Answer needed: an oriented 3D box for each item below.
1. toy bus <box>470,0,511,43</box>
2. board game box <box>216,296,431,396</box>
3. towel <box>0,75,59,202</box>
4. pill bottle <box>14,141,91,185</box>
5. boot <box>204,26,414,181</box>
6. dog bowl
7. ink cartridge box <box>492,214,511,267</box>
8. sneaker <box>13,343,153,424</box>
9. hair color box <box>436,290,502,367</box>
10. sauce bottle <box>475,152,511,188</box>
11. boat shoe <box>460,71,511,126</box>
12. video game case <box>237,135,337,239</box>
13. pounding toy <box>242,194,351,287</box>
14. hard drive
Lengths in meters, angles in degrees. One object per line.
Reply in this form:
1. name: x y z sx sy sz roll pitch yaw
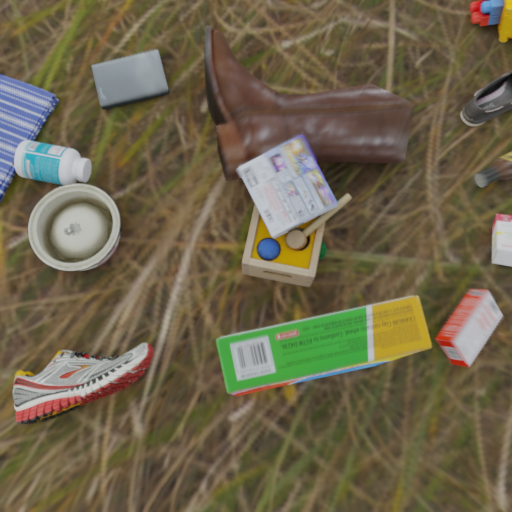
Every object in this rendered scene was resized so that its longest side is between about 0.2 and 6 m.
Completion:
1. toy bus: 4.758 -4.766 10.107 1.672 1.182 1.742 0 71 17
2. board game box: 0.717 1.291 7.346 2.275 2.973 0.599 -12 76 -3
3. towel: -4.686 -2.064 9.742 1.695 0.279 2.341 21 74 8
4. pill bottle: -3.372 -1.525 9.361 1.134 0.628 0.628 12 75 3
5. boot: 0.846 -2.756 9.557 3.293 1.058 3.069 -10 73 -7
6. dog bowl: -2.872 -0.403 9.089 1.474 0.543 1.474 0 75 0
7. ink cartridge box: 4.106 -0.233 8.922 0.615 0.353 0.847 10 48 14
8. sneaker: -2.599 1.730 8.334 2.179 0.848 0.895 -20 74 -6
9. hair color box: 3.248 1.082 8.507 1.106 0.339 0.561 -45 111 -24
10. sauce bottle: 4.331 -1.540 9.471 1.303 0.422 0.422 -26 76 -8
11. boat shoe: 4.410 -2.874 9.791 1.806 0.515 0.604 -32 77 -9
12. video game case: 0.469 -1.034 8.422 1.092 0.274 1.205 -27 83 5
13. pounding toy: 0.616 -0.320 8.810 1.448 1.029 1.333 11 75 3
14. hard drive: -2.248 -3.145 10.009 1.234 0.203 0.861 -15 74 -3
